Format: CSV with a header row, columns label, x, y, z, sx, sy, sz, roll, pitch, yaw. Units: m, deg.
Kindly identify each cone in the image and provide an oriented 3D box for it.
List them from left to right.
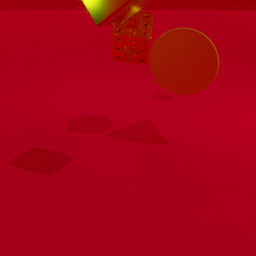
label,x,y,z,sx,sy,sz,roll,pitch,yaw
cone,1.483,-1.818,6.792,1.540,1.540,1.546,10,35,20

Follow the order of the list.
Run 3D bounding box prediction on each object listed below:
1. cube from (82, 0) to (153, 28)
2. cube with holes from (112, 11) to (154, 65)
label,x,y,z,sx,sy,sz,roll,pitch,yaw
cube,-0.209,-2.228,4.486,0.831,0.831,0.831,-24,9,35
cube with holes,0.109,-2.212,6.856,0.880,0.880,0.880,7,61,1
